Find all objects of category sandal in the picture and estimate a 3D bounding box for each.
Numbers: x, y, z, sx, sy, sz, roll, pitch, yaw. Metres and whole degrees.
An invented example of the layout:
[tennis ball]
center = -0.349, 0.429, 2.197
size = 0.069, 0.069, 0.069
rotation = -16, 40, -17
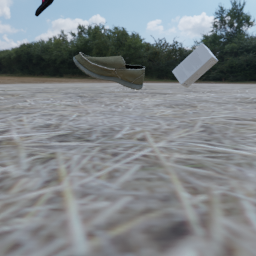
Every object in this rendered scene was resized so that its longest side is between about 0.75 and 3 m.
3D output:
[sandal]
center = -3.038, -4.571, 10.167
size = 0.294, 1.305, 0.490
rotation = 34, -27, -6

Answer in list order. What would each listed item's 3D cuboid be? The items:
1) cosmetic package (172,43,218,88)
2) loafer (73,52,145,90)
[cosmetic package]
center = 2.577, -2.389, 10.853
size = 1.553, 0.788, 0.553
rotation = -42, -32, 26
[loafer]
center = -0.464, -1.787, 8.065
size = 2.230, 0.777, 0.839
rotation = 13, 27, -28
